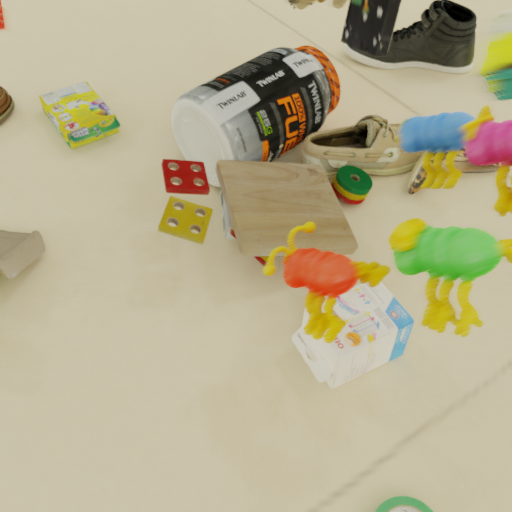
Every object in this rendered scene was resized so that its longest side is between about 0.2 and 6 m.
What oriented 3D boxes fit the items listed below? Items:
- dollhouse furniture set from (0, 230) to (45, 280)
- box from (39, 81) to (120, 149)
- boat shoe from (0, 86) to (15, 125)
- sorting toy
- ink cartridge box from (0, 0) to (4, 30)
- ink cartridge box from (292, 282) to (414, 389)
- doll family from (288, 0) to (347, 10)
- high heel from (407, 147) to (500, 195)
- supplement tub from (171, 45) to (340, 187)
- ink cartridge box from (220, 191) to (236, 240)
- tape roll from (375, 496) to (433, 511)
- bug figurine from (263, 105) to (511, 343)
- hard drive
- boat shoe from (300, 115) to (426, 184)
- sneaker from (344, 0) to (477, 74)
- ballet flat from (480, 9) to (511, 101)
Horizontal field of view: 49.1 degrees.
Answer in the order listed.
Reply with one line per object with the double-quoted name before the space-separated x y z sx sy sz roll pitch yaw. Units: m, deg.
"dollhouse furniture set" -4.337 0.670 8.130 1.472 1.137 2.946 5 30 14
"box" -3.476 -2.773 11.131 1.050 0.433 1.789 -26 51 -21
"boat shoe" -6.216 -2.688 10.615 3.145 1.069 1.132 -32 56 -25
"sorting toy" 0.267 -0.627 8.847 3.894 0.659 1.877 -1 51 -22
"ink cartridge box" -3.543 -2.833 6.459 1.283 1.027 0.303 -26 70 -29
"ink cartridge box" 1.248 1.059 7.509 1.350 0.846 0.868 -22 53 -19
"doll family" 0.433 -4.259 8.070 2.201 0.864 1.272 36 36 -22
"high heel" 3.554 -1.491 9.989 1.306 0.654 1.833 36 68 4
"supplement tub" 0.076 -2.610 10.091 2.877 1.763 1.763 -36 58 -26
"ink cartridge box" 0.055 -0.689 9.490 1.271 0.300 1.017 6 47 -17
"tape roll" 1.660 3.093 6.183 0.807 0.194 0.807 0 49 1
"bug figurine" 1.746 -0.591 5.821 3.436 0.884 2.665 -48 26 -19
"hard drive" 1.982 -4.237 9.376 0.286 1.514 1.058 -8 34 -28
"boat shoe" 2.126 -2.045 10.175 2.742 0.891 0.989 -13 50 -11
"sneaker" 3.441 -4.941 12.336 2.904 1.440 1.027 8 51 9
"ballet flat" 3.458 -2.751 7.497 0.957 0.960 2.865 -9 4 21
